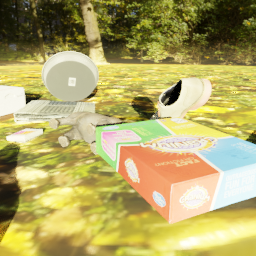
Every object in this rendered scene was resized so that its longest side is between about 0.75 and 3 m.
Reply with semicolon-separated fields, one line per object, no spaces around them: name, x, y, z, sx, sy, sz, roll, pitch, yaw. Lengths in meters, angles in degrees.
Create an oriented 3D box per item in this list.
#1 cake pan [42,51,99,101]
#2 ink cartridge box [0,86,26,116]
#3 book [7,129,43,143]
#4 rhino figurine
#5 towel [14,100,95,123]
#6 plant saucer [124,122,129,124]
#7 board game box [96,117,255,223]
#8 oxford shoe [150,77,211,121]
cake pan;-2.173;-1.861;10.683;2.156;2.156;0.395;-3;44;-11
ink cartridge box;-5.569;-1.135;11.269;2.276;0.996;1.654;5;17;22
book;-2.952;0.186;8.057;0.588;0.212;0.880;2;15;16
rhino figurine;-0.547;0.122;7.105;2.840;0.849;1.242;11;19;29
towel;-2.616;-0.604;10.628;2.763;0.496;2.870;2;13;-6
plant saucer;-0.282;0.048;8.484;1.464;0.228;1.464;-1;16;0
board game box;0.861;0.464;4.977;2.105;0.555;2.751;-8;18;-25
oxford shoe;1.079;-0.593;7.470;0.904;0.867;2.449;10;-35;-25
